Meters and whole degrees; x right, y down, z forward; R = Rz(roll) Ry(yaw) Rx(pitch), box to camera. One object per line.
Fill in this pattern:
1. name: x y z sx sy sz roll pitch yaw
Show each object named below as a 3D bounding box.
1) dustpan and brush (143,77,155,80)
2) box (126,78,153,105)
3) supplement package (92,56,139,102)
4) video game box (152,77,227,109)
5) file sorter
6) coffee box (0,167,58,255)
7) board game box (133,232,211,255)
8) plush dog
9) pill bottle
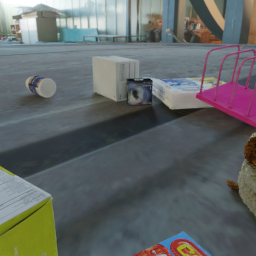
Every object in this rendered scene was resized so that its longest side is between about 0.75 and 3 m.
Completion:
1. dustpan and brush: 0.839 -1.966 12.523 1.090 0.447 1.562 19 20 34
2. box: 0.397 -1.276 9.847 0.873 0.866 0.538 -3 20 -7
3. supplement package: -0.513 -1.988 10.918 1.034 1.452 1.864 -13 25 -31
4. video game box: 2.481 -1.365 10.461 2.743 0.642 2.499 -4 23 -11
5. file sorter: 3.526 -1.308 7.981 1.715 1.548 2.468 -19 37 -29
6. coffee box: -1.484 1.201 2.642 1.180 1.191 1.193 15 25 35
7. board game box: 0.394 1.719 2.356 1.462 0.417 1.493 -13 24 -29
8. plush dog: 2.126 0.561 4.197 1.537 1.320 1.233 -15 25 -35
9. pill bottle: -3.512 -1.684 11.138 0.742 0.742 1.337 -19 28 -41
